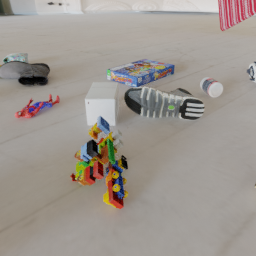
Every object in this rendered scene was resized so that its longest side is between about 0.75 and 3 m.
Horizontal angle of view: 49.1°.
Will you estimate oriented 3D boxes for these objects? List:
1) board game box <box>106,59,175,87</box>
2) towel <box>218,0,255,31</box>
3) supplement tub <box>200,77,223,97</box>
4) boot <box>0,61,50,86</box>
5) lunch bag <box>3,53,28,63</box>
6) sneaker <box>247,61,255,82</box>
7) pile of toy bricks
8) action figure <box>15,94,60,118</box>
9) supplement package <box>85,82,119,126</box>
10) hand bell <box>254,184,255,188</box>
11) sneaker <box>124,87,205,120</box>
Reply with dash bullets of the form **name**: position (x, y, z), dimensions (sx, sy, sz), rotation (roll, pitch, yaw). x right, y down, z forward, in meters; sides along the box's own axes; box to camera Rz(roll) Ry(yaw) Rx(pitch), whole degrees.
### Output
- **board game box**: position (0.587, -2.486, 12.359), dimensions (1.770, 0.451, 2.615), rotation (23, 35, 37)
- **towel**: position (3.298, -3.932, 7.829), dimensions (0.271, 1.743, 2.410), rotation (-6, 2, -15)
- **supplement tub**: position (3.081, -1.521, 10.366), dimensions (0.572, 0.572, 0.815), rotation (-7, 28, -12)
- **boot**: position (-4.385, -2.230, 11.612), dimensions (2.200, 0.768, 1.448), rotation (-6, 32, -3)
- **lunch bag**: position (-5.571, -3.369, 13.884), dimensions (1.058, 0.645, 0.902), rotation (1, 28, -9)
- **sneaker**: position (5.243, -2.090, 11.150), dimensions (2.210, 0.882, 1.438), rotation (-22, 33, -37)
- **pile of toy bricks**: position (-0.733, 0.733, 5.793), dimensions (1.053, 1.183, 2.132), rotation (-34, 34, 18)
- **action figure**: position (-2.946, -0.700, 9.007), dimensions (0.555, 0.439, 1.698), rotation (16, 34, 23)
- **supplement package**: position (-0.745, -0.770, 8.590), dimensions (0.865, 0.868, 1.479), rotation (1, 27, 3)
- **hand bell**: position (3.751, 1.138, 5.021), dimensions (2.413, 1.257, 1.257), rotation (28, 37, 24)
- **sneaker**: position (1.126, -0.887, 8.977), dimensions (2.454, 0.921, 1.417), rotation (12, 23, 1)
